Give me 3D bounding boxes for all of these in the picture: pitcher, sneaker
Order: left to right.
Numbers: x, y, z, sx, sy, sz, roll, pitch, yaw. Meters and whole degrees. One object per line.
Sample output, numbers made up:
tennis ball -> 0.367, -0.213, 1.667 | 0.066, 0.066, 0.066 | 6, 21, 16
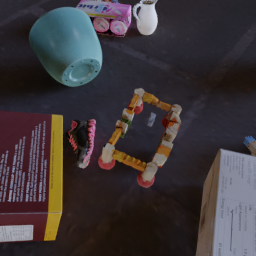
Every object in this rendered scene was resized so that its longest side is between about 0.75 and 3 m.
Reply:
sneaker -> -1.359, 0.377, 7.739 | 0.815, 0.675, 1.709 | 13, 41, -13
pitcher -> 0.654, -4.495, 11.386 | 1.198, 1.396, 0.847 | -32, 57, -24

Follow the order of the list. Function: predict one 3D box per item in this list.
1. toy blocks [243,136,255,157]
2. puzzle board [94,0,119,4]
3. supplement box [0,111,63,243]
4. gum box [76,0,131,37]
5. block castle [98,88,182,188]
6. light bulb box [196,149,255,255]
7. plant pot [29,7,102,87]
toy blocks -> 3.978, 0.572, 7.698 | 1.646, 0.822, 1.125 | -11, 40, -11
puzzle board -> -1.112, -6.262, 13.691 | 0.962, 0.111, 1.276 | -20, 53, -16
supplement box -> -2.791, 1.045, 6.178 | 2.491, 1.654, 2.457 | 4, 51, -18
gum box -> -1.038, -4.678, 11.921 | 2.376, 0.786, 1.349 | 10, 50, 8
block castle -> 0.380, 0.245, 7.485 | 1.575, 1.106, 2.357 | 24, 59, 6
light bulb box -> 2.896, 2.105, 5.778 | 2.570, 1.604, 2.547 | 13, 51, 10
plant pot -> -1.897, -2.483, 9.320 | 2.228, 2.228, 1.788 | -22, 69, -17
